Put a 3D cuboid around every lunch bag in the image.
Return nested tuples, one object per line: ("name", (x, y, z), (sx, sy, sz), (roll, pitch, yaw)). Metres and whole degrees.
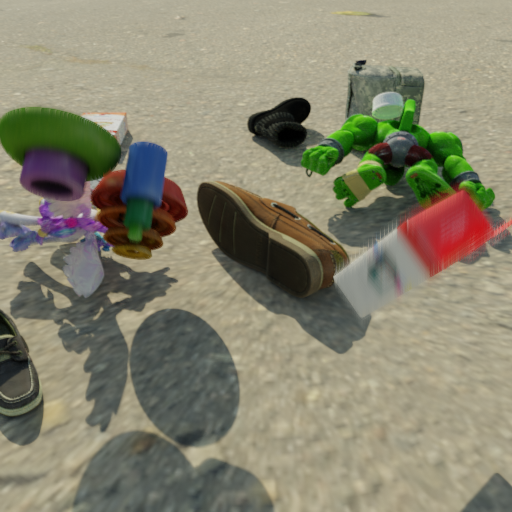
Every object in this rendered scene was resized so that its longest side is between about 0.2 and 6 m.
("lunch bag", (2.852, -3.421, 12.900), (1.628, 1.941, 1.353), (1, 32, -1))

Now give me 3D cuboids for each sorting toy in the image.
("sorting toy", (-1.935, -0.710, 7.204), (1.724, 2.869, 1.178), (-7, 68, 32))

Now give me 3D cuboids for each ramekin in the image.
("ramekin", (2.676, -3.055, 11.379), (0.644, 0.314, 0.644), (-1, -11, 0))

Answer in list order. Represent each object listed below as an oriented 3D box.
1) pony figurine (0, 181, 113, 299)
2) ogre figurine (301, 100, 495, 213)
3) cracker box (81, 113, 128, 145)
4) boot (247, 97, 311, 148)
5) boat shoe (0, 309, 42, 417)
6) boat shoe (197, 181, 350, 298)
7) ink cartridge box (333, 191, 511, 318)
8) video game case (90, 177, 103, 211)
("pony figurine", (-2.832, -0.464, 8.690), (2.158, 1.797, 2.083), (2, 17, 17))
("ogre figurine", (2.777, -1.884, 10.790), (3.377, 1.657, 2.025), (0, 42, 23))
("cracker box", (-3.809, -3.014, 13.608), (1.112, 0.479, 1.661), (-1, 33, -2))
("boot", (0.876, -3.261, 13.730), (1.910, 0.719, 1.428), (-28, 34, -21))
("boat shoe", (-3.099, 1.218, 6.812), (0.626, 0.576, 1.752), (-19, 37, -27))
("boat shoe", (0.198, -0.360, 9.027), (1.005, 1.064, 2.956), (-21, 47, -36))
("ink cartridge box", (1.668, -0.062, 5.683), (0.977, 1.681, 0.565), (-26, 79, -35))
("video game case", (-3.437, -1.311, 10.675), (1.341, 0.148, 1.221), (26, 35, -7))
